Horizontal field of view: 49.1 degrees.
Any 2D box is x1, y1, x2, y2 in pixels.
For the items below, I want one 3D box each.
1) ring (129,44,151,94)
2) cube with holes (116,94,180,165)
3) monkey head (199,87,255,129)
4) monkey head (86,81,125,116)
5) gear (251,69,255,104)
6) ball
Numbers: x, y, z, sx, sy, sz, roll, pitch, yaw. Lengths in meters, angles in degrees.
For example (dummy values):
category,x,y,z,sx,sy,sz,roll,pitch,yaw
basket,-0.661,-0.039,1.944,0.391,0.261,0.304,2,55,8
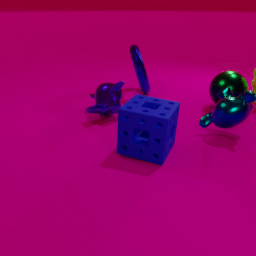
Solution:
category,x,y,z,sx,sy,sz,roll,pitch,yaw
ring,0.483,-2.337,11.179,0.401,2.007,2.007,-16,24,6
cube with holes,0.512,-0.010,6.946,1.187,1.187,1.187,13,28,19
monkey head,2.764,-0.607,7.780,1.686,1.213,1.016,-34,-22,35
monkey head,-0.796,-0.940,8.950,1.244,1.042,1.729,-5,-4,-40
gear,4.761,-1.605,9.854,0.302,1.635,1.635,11,26,39
ball,3.502,-1.344,9.783,1.297,1.297,1.297,0,25,0
